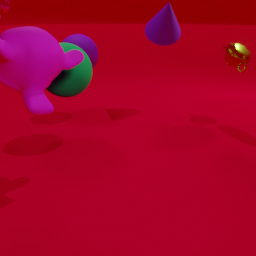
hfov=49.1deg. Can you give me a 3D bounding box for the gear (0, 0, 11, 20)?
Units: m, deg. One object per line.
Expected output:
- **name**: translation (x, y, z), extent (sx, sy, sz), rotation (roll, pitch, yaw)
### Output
- **gear**: translation (-3.182, -2.872, 5.811), extent (1.393, 1.393, 0.258), rotation (-12, 6, -27)

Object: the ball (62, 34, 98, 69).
- **ball**: translation (-1.610, -2.406, 9.169), extent (1.273, 1.273, 1.273), rotation (0, 23, 0)

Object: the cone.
- **cone**: translation (1.228, -3.573, 9.092), extent (1.244, 1.248, 1.244), rotation (1, 67, -2)

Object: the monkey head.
- **monkey head**: translation (-1.631, -1.037, 4.929), extent (1.984, 1.195, 1.427), rotation (-3, 51, -51)

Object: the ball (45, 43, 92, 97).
- **ball**: translation (-1.632, -1.496, 7.296), extent (1.393, 1.393, 1.393), rotation (0, 23, 0)

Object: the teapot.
- **teapot**: translation (3.474, -2.324, 9.071), extent (0.853, 0.671, 1.371), rotation (3, 53, -28)
